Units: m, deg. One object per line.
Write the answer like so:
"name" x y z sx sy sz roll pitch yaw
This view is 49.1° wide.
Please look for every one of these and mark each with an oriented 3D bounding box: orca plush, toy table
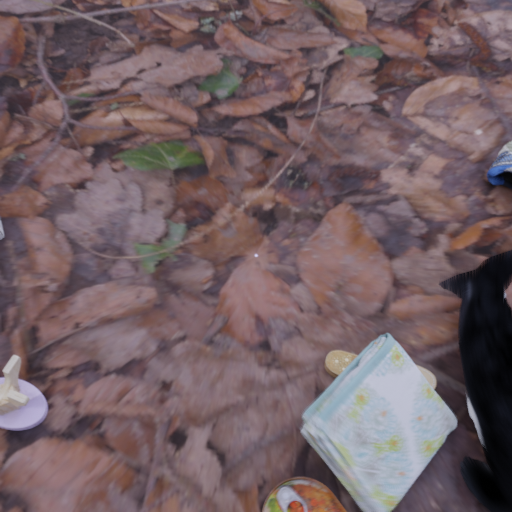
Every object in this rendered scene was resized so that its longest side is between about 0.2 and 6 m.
"orca plush" 3.620 1.722 6.670 2.231 1.508 4.241 -1 63 5
"toy table" -3.343 1.864 7.451 1.031 0.604 0.947 7 55 6

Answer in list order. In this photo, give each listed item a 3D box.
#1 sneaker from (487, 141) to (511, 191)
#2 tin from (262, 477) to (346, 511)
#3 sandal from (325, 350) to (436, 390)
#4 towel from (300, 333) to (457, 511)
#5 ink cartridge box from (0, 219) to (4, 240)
"sneaker" 4.928 -1.030 9.480 0.954 0.863 2.240 -41 56 -14
"tin" 0.763 3.438 6.504 0.971 0.363 1.734 -28 59 -23
"sandal" 1.742 1.562 7.711 1.569 0.516 0.575 11 55 8
"towel" 1.552 2.091 7.017 1.790 0.431 1.532 -39 96 -26
"ink cartridge box" -4.652 -0.621 9.349 0.640 0.370 0.883 -20 57 -13
